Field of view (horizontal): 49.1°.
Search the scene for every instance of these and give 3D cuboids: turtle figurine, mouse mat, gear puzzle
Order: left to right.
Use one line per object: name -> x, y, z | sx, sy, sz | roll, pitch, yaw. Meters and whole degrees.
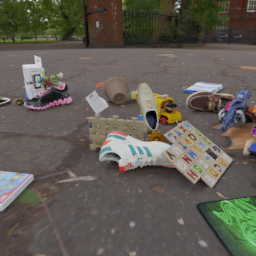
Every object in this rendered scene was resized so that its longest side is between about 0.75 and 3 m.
turtle figurine -> -2.790, -1.682, 9.646 | 0.958, 0.711, 0.988 | -7, -7, -37
gear puzzle -> -0.010, 0.205, 8.902 | 2.531, 1.311, 0.331 | 5, 25, 11
mouse mat -> 2.718, 2.104, 5.580 | 1.951, 0.091, 2.425 | -4, 20, -11

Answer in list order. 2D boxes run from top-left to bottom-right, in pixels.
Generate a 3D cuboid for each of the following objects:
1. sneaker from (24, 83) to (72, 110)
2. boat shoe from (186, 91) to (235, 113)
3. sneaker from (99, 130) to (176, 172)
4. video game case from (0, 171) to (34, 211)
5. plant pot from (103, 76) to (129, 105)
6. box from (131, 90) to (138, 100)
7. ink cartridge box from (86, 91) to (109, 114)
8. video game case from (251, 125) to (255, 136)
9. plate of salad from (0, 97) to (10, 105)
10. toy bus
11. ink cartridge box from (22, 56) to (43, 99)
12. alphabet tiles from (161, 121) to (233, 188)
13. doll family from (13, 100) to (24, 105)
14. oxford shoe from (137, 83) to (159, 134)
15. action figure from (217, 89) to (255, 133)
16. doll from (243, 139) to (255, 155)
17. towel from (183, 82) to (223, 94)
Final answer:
sneaker -> -4.061, -1.675, 14.137 | 1.015, 1.226, 2.570 | 21, 30, 40
boat shoe -> 4.110, -1.200, 13.317 | 2.629, 0.948, 0.946 | 2, 18, -13
sneaker -> 0.298, 0.899, 8.073 | 2.421, 0.852, 1.132 | 16, 51, 17
video game case -> -3.653, 1.490, 7.078 | 1.999, 0.174, 1.430 | 4, 21, 10
plant pot -> -0.543, -1.880, 14.763 | 1.399, 1.399, 1.220 | -4, 38, -10
box -> 0.775, -1.741, 15.460 | 0.590, 0.393, 1.567 | -11, 23, -26
ink cartridge box -> -1.289, -1.072, 11.664 | 0.692, 0.853, 0.214 | -30, 5, 37
video game case -> 5.275, 0.425, 8.885 | 1.835, 0.362, 2.024 | 9, 9, -44
plate of salad -> -7.088, -1.480, 14.689 | 1.683, 0.404, 1.683 | 0, 17, 0
toy bus -> 1.516, -0.899, 12.186 | 2.128, 1.099, 2.008 | 1, 20, 4
ink cartridge box -> -5.197, -2.735, 15.394 | 0.779, 2.297, 1.332 | -12, 24, -30
alphabet tiles -> 1.904, 0.696, 7.988 | 1.898, 0.086, 2.270 | 43, 36, 16
doll family -> -5.646, -1.363, 14.607 | 0.451, 0.306, 0.780 | -8, 18, -6
oxford shoe -> 0.727, -0.693, 9.272 | 0.635, 1.794, 0.662 | -11, -9, -9
action figure -> 4.688, -0.308, 11.026 | 2.600, 1.406, 2.687 | 11, 46, 46
doll -> 4.738, 0.832, 8.258 | 2.311, 0.560, 1.577 | 16, 12, 35
towel -> 4.776, -2.504, 17.668 | 1.864, 0.302, 2.538 | 12, 24, 31
